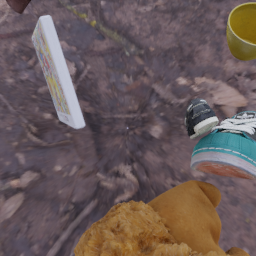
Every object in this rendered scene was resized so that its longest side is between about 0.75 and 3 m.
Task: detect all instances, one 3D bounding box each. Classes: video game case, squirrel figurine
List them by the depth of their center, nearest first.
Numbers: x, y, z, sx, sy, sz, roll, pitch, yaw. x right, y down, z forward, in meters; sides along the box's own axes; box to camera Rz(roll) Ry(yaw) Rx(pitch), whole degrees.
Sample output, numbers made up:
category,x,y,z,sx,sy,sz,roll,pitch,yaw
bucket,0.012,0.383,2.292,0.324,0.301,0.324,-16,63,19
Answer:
category,x,y,z,sx,sy,sz,roll,pitch,yaw
squirrel figurine,0.781,2.043,2.990,1.991,2.813,2.626,-43,54,8
video game case,-1.167,-0.818,4.518,0.182,1.450,1.593,-20,104,-20

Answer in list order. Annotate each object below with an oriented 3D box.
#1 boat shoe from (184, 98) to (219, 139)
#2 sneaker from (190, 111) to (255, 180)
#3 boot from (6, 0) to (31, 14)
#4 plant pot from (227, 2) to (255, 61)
category,x,y,z,sx,sy,sz,roll,pitch,yaw
boat shoe,0.854,-0.095,3.370,0.365,1.017,0.344,-30,76,4
sneaker,1.650,0.206,4.249,0.971,2.719,1.087,5,84,30
boot,-1.451,-2.918,5.086,2.059,0.895,2.475,-49,64,25
plant pot,2.662,-1.961,6.088,1.188,0.843,1.188,-1,65,1
